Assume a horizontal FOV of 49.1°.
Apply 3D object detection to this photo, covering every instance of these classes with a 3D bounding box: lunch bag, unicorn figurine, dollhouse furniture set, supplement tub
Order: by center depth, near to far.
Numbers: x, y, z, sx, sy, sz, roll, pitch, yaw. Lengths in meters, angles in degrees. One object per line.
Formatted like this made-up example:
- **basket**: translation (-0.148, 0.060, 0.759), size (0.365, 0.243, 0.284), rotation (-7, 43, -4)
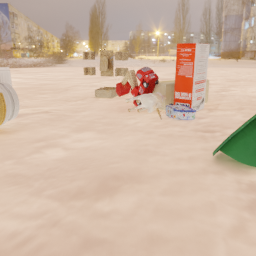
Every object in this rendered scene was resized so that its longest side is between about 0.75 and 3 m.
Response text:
- **supplement tub**: translation (-4.358, -0.621, 8.099), size (1.436, 1.436, 1.986), rotation (9, 17, 30)
- **lunch bag**: translation (1.884, -0.584, 10.022), size (0.919, 0.433, 1.147), rotation (-2, 16, -12)
- **unicorn figurine**: translation (0.744, -0.922, 10.079), size (1.548, 0.833, 2.254), rotation (-13, 18, 31)
- **dollhouse furniture set**: translation (-1.033, -2.855, 14.708), size (2.176, 2.369, 1.542), rotation (4, 15, 15)

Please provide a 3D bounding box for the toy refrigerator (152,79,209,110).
- **toy refrigerator**: translation (2.271, -1.542, 12.288), size (2.874, 1.091, 1.006), rotation (-12, 19, -37)

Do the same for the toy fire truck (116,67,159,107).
- **toy fire truck**: translation (0.311, -1.814, 11.681), size (0.598, 2.452, 1.729), rotation (-23, 65, -26)

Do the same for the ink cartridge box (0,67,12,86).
- **ink cartridge box**: translation (-5.730, -1.361, 10.488), size (2.611, 1.678, 1.635), rotation (-8, 18, -23)

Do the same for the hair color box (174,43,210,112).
- **hair color box**: translation (2.456, -1.940, 10.871), size (0.824, 2.578, 1.430), rotation (10, 18, 33)

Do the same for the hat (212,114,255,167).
- **hat**: translation (2.788, 0.627, 5.610), size (1.608, 1.514, 1.827), rotation (49, 28, 17)
